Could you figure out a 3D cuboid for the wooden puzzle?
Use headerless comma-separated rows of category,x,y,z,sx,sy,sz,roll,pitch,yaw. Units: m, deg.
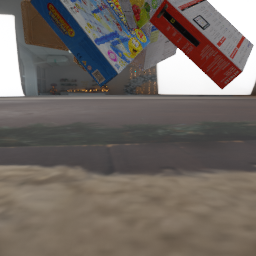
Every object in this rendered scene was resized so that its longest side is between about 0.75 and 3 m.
wooden puzzle,-2.865,-3.654,10.009,1.714,1.585,0.319,8,38,-1

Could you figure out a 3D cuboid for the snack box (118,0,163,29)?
snack box,0.510,-3.643,7.423,0.468,1.258,1.768,22,58,42

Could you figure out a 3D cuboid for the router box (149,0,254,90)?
router box,2.044,-2.417,7.202,0.643,2.362,2.632,-46,-1,39

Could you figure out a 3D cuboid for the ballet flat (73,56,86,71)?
ballet flat,-1.790,-2.489,10.541,0.427,0.432,1.269,10,-19,27

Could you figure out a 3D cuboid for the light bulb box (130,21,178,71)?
light bulb box,0.884,-3.383,9.859,1.938,1.955,1.220,-32,57,-33

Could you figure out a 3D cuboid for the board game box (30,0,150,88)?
board game box,-0.819,-2.872,7.788,0.751,2.689,2.633,-29,18,38
